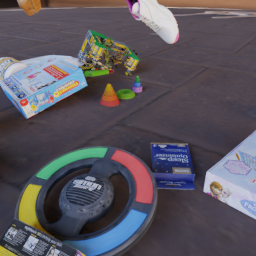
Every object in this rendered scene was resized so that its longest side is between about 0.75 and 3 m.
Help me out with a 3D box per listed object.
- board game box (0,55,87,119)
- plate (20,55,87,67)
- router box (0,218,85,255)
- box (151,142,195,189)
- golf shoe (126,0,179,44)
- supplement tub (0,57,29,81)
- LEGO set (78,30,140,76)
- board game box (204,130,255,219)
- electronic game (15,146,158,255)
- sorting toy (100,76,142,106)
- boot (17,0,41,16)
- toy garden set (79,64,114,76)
[{"bbox_3d":[-2.996,-1.548,9.752,2.304,0.658,2.353,-33,40,-20],"label":"board game box"},{"bbox_3d":[-3.848,-2.930,12.914,2.825,0.458,2.831,15,31,36],"label":"plate"},{"bbox_3d":[-1.355,1.941,3.865,1.223,0.319,0.962,15,60,25],"label":"router box"},{"bbox_3d":[1.002,0.820,6.464,0.930,0.249,1.535,2,30,3],"label":"box"},{"bbox_3d":[0.658,-3.680,9.085,1.142,2.494,0.939,-44,13,-24],"label":"golf shoe"},{"bbox_3d":[-4.551,-2.130,11.002,1.134,1.134,1.568,-25,38,-38],"label":"supplement tub"},{"bbox_3d":[-0.989,-3.059,12.624,2.724,1.578,2.095,3,41,-41],"label":"LEGO set"},{"bbox_3d":[3.438,1.068,5.635,2.738,0.563,2.732,25,37,38],"label":"board game box"},{"bbox_3d":[-0.729,1.217,4.993,2.523,0.525,2.523,-6,38,4],"label":"electronic game"},{"bbox_3d":[-0.190,-1.450,10.196,0.722,0.717,2.082,22,36,35],"label":"sorting toy"},{"bbox_3d":[-2.707,-3.828,8.310,1.093,0.848,0.419,-33,73,-5],"label":"boot"},{"bbox_3d":[-1.697,-2.469,11.760,2.214,0.442,1.846,7,18,35],"label":"toy garden set"}]
